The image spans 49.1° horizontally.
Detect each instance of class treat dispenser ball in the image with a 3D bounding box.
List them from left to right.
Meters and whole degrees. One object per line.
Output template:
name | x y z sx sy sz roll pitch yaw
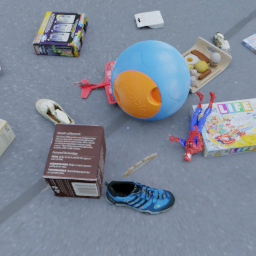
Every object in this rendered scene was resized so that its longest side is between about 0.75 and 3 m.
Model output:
treat dispenser ball | 0.786 -1.657 9.985 2.814 2.814 2.814 0 56 0

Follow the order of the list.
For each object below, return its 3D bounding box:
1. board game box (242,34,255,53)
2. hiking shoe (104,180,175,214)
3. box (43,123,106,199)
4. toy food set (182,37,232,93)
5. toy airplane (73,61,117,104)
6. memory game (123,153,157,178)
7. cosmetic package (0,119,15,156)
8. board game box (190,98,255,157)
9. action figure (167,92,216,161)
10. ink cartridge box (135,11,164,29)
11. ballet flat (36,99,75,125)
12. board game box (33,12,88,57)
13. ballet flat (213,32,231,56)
board game box | 6.014 -3.856 12.992 0.857 0.207 1.133 -29 60 -18
hiking shoe | 0.364 2.076 8.489 2.178 0.944 0.810 3 56 2
box | -1.561 1.059 8.812 1.535 1.551 1.870 2 56 2
toy food set | 2.845 -2.775 11.893 2.629 0.794 1.887 -36 63 -22
toy airplane | -1.006 -1.744 11.409 2.380 0.438 2.380 0 55 0
memory game | 0.313 0.987 7.423 1.102 1.102 0.070 -29 75 -19
cosmetic package | -5.226 0.848 9.311 1.407 0.993 2.718 18 57 12
board game box | 3.980 -0.072 10.215 2.952 0.505 1.985 -7 56 -5
action figure | 2.198 -0.152 9.571 0.823 1.249 2.523 7 77 44
ink cartridge box | 1.056 -5.354 13.996 1.300 0.307 1.040 -10 56 -1
ballet flat | -2.682 -0.586 10.459 2.247 0.700 0.758 37 62 23
board game box | -3.082 -4.410 13.089 2.004 0.687 2.424 4 56 5
ballet flat | 4.323 -3.889 12.840 0.530 0.530 1.474 -12 57 -8
